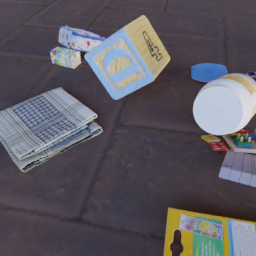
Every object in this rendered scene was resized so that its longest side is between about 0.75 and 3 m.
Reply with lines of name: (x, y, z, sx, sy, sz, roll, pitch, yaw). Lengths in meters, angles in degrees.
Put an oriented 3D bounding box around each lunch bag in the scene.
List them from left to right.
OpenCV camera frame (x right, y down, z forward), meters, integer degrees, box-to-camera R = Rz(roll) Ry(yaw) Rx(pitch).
lunch bag: (-2.032, -3.984, 12.584, 1.799, 0.848, 2.245, -4, 28, -34)

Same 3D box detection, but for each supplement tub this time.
supplement tub: (2.896, -0.721, 8.156, 1.559, 1.559, 2.156, 25, 27, 26)

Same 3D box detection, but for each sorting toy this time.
sorting toy: (3.441, 0.295, 8.185, 2.435, 0.412, 1.174, 3, 21, 2)

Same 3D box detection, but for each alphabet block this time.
alphabet block: (0.043, -2.247, 8.977, 1.744, 1.754, 1.786, -21, 20, 35)

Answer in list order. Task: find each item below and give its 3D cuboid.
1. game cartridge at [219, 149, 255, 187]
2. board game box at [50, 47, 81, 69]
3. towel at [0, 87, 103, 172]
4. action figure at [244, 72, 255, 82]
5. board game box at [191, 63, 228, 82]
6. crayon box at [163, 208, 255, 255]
game cartridge: (3.063, 1.017, 6.930, 1.368, 0.405, 2.111, 18, 14, 21)
board game box: (-2.700, -3.073, 12.167, 1.132, 0.583, 0.594, 16, 44, 18)
towel: (-2.670, -0.191, 8.956, 2.825, 0.507, 2.934, -28, 49, -28)
action figure: (5.167, -1.744, 10.670, 1.786, 1.330, 1.196, -18, 83, -39)
board game box: (3.257, -2.094, 11.269, 1.409, 0.347, 1.784, 2, 36, 9)
crayon box: (2.089, 2.713, 5.486, 2.823, 0.728, 1.775, 8, 42, 8)
